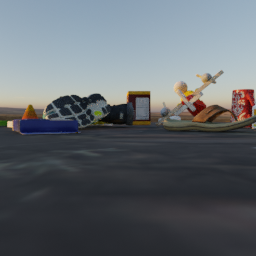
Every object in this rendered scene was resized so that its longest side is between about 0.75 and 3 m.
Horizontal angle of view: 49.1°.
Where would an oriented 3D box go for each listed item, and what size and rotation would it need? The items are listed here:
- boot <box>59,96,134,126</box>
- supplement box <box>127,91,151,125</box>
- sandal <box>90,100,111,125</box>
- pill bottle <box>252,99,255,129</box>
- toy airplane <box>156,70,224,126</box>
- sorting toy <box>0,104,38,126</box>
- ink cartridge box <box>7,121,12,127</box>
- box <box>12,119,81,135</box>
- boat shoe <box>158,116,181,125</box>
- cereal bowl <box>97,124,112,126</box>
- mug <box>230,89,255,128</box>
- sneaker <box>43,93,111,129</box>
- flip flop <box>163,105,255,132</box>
[{"bbox_3d":[-1.316,-0.678,11.323,2.952,0.969,2.433,4,2,-3],"label":"boot"},{"bbox_3d":[0.581,-1.133,16.430,1.267,1.908,1.882,0,2,-3],"label":"supplement box"},{"bbox_3d":[-1.914,-0.711,12.208,2.893,1.259,1.150,-8,12,-41],"label":"sandal"},{"bbox_3d":[4.316,-0.458,9.074,0.531,0.956,0.531,0,1,0],"label":"pill bottle"},{"bbox_3d":[2.411,-1.198,11.401,2.597,1.832,2.585,-21,-25,-22],"label":"toy airplane"},{"bbox_3d":[-5.322,-0.564,12.265,2.971,1.023,1.030,0,2,-30],"label":"sorting toy"},{"bbox_3d":[-3.701,-0.164,10.528,1.296,0.308,1.311,-3,1,-37],"label":"ink cartridge box"},{"bbox_3d":[-1.835,-0.046,6.162,1.167,0.312,1.927,-1,3,-27],"label":"box"},{"bbox_3d":[2.518,-0.406,16.551,1.461,0.517,0.506,-10,5,-15],"label":"boat shoe"},{"bbox_3d":[-1.496,-0.416,14.125,1.425,0.593,1.425,2,2,0],"label":"cereal bowl"},{"bbox_3d":[4.383,-0.713,10.312,0.938,1.405,1.248,0,1,-37],"label":"mug"},{"bbox_3d":[-1.556,-0.329,8.646,1.107,1.077,2.779,-38,-10,27],"label":"sneaker"},{"bbox_3d":[1.924,-0.241,6.778,2.233,0.643,0.905,1,2,31],"label":"flip flop"}]
